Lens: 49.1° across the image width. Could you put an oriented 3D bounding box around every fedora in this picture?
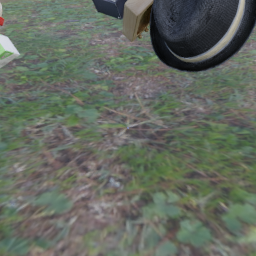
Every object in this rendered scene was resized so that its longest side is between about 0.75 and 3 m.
[{"bbox_3d":[1.109,-2.135,4.747,2.265,2.265,1.034,23,11,29],"label":"fedora"}]

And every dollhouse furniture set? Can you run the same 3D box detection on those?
[{"bbox_3d":[1.416,-2.801,6.684,2.399,1.954,2.281,-46,2,-3],"label":"dollhouse furniture set"}]

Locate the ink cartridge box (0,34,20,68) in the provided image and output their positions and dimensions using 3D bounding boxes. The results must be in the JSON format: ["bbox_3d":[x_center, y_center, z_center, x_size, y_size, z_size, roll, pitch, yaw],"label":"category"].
[{"bbox_3d":[-2.300,-1.112,4.508,0.882,0.371,0.642,-33,10,3],"label":"ink cartridge box"}]

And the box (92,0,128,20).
[{"bbox_3d":[-0.353,-3.972,8.432,1.072,0.661,1.064,30,77,29],"label":"box"}]

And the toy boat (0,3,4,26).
[{"bbox_3d":[-3.568,-2.790,7.112,0.632,1.142,1.359,11,9,-33],"label":"toy boat"}]
